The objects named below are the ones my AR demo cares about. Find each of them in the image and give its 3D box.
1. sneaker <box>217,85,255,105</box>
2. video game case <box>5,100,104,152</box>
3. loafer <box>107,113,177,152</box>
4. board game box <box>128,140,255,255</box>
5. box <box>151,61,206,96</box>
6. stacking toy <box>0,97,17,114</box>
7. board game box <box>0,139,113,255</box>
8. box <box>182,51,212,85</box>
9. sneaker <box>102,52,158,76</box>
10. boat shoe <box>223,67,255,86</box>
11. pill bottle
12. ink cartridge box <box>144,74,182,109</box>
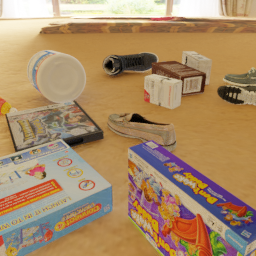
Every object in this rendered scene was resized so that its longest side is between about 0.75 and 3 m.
[{"bbox_3d":[3.964,-1.152,9.536,1.837,0.611,0.831,10,25,12],"label":"sneaker"},{"bbox_3d":[-2.053,-0.068,7.518,2.091,0.295,2.313,-14,30,-24],"label":"video game case"},{"bbox_3d":[0.326,-0.098,7.231,2.221,0.698,0.799,23,35,39],"label":"loafer"},{"bbox_3d":[0.742,1.234,3.758,0.463,1.391,2.069,-16,30,-29],"label":"board game box"},{"bbox_3d":[1.889,-1.982,10.932,1.129,0.845,2.254,-10,30,-19],"label":"box"},{"bbox_3d":[-3.840,-0.620,8.630,0.885,0.646,0.646,23,30,5],"label":"stacking toy"},{"bbox_3d":[-1.664,1.102,4.942,2.065,0.577,2.022,-18,32,-32],"label":"board game box"},{"bbox_3d":[2.841,-2.573,11.855,0.542,1.052,1.803,-6,26,-11],"label":"box"},{"bbox_3d":[0.047,-2.843,12.366,2.395,0.911,1.731,-2,14,17],"label":"sneaker"},{"bbox_3d":[5.076,-2.094,11.239,2.351,0.726,0.856,6,27,12],"label":"boat shoe"},{"bbox_3d":[-2.614,-1.882,9.728,1.560,1.560,2.780,-13,23,-24],"label":"pill bottle"},{"bbox_3d":[1.153,-1.224,9.311,1.212,0.874,0.507,23,34,39],"label":"ink cartridge box"}]
